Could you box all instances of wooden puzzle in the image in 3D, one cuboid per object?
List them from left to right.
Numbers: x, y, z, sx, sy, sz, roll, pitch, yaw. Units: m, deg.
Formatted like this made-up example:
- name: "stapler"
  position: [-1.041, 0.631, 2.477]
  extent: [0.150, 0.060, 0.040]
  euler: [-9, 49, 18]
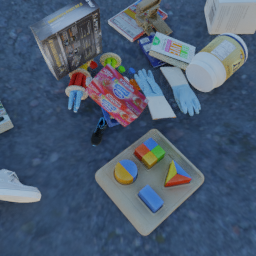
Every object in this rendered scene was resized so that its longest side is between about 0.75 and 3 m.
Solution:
- name: "wooden puzzle"
  position: [0.757, 1.687, 9.763]
  extent: [2.968, 0.687, 2.749]
  euler: [-38, 69, -17]

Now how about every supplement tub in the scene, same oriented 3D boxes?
- name: "supplement tub"
  position: [3.599, -2.656, 11.454]
  extent: [2.226, 1.607, 1.607]
  euler: [-41, 70, -18]

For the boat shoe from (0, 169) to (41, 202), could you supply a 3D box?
- name: "boat shoe"
  position: [-4.335, 1.889, 9.543]
  extent: [2.924, 1.053, 1.002]
  euler: [4, 64, 10]

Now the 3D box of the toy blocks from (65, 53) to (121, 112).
- name: "toy blocks"
  position: [-1.399, -1.816, 11.405]
  extent: [2.143, 0.934, 2.571]
  euler: [3, 63, 2]

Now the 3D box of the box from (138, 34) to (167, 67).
- name: "box"
  position: [1.205, -3.426, 12.546]
  extent: [0.970, 0.260, 1.602]
  euler: [-22, 71, -11]

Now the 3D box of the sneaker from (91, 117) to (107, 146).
- name: "sneaker"
  position: [-1.141, 0.123, 10.671]
  extent: [0.429, 0.480, 1.172]
  euler: [13, 64, 8]

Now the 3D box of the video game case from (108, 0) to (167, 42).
- name: "video game case"
  position: [0.476, -5.287, 13.568]
  extent: [2.401, 0.209, 1.717]
  euler: [-40, 69, -18]

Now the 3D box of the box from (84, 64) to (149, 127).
- name: "box"
  position: [-0.380, -1.077, 9.509]
  extent: [1.922, 0.958, 0.918]
  euler: [42, 55, -8]

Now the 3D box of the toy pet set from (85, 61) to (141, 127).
- name: "toy pet set"
  position: [-0.590, -1.283, 11.106]
  extent: [2.344, 1.245, 2.189]
  euler: [-1, 62, -44]

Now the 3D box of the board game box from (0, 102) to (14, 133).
- name: "board game box"
  position: [-5.392, -0.490, 10.860]
  extent: [1.228, 0.535, 1.664]
  euler: [-29, 63, -20]

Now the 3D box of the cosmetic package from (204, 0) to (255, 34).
- name: "cosmetic package"
  position: [4.872, -5.583, 12.824]
  extent: [2.176, 1.793, 1.795]
  euler: [0, 62, -1]

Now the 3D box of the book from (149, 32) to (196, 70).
- name: "book"
  position: [1.959, -3.396, 12.299]
  extent: [1.899, 0.456, 1.269]
  euler: [20, 58, -4]

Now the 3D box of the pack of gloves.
- name: "pack of gloves"
  position: [1.533, -1.363, 11.349]
  extent: [2.276, 0.535, 2.709]
  euler: [-7, 55, -19]

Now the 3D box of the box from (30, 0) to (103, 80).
- name: "box"
  position: [-2.006, -3.078, 9.957]
  extent: [2.201, 2.779, 0.672]
  euler: [-34, 78, -11]

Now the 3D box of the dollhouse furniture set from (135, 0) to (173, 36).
- name: "dollhouse furniture set"
  position: [1.239, -4.828, 12.411]
  extent: [1.524, 1.603, 1.306]
  euler: [-36, 84, -16]
